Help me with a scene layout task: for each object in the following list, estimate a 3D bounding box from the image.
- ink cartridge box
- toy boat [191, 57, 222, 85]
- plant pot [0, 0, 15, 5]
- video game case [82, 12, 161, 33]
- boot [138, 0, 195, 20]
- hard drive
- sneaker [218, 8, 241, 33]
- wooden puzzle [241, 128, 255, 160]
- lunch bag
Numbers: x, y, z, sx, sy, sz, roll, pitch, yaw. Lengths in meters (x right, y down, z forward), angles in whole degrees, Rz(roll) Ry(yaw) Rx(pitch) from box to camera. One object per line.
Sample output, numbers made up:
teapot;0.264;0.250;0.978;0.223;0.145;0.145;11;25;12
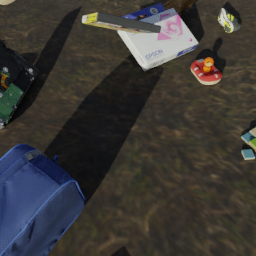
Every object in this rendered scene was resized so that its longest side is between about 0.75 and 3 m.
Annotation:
ink cartridge box;0.986;-3.567;10.374;2.398;0.529;2.443;-28;79;-20
toy boat;2.683;-2.031;9.457;0.772;0.773;1.183;-17;53;-13
plant pot;-3.205;-4.028;6.827;1.574;1.057;1.574;-8;73;29
video game case;-0.250;-3.086;8.313;1.907;0.243;1.724;2;16;-24
boot;1.852;-4.749;11.708;2.910;1.071;1.098;-33;76;-18
hard drive;-3.983;-1.423;8.475;0.484;1.787;2.557;-26;38;38
sneaker;4.212;-4.466;11.684;0.585;0.515;1.384;-4;60;-11
wooden puzzle;4.209;0.411;7.861;2.333;0.164;1.383;-24;55;-19
lunch bag;-2.258;1.619;5.766;1.752;1.798;2.647;29;60;21
